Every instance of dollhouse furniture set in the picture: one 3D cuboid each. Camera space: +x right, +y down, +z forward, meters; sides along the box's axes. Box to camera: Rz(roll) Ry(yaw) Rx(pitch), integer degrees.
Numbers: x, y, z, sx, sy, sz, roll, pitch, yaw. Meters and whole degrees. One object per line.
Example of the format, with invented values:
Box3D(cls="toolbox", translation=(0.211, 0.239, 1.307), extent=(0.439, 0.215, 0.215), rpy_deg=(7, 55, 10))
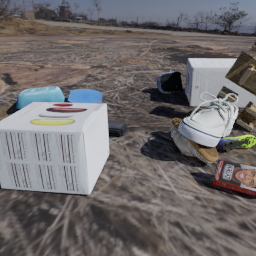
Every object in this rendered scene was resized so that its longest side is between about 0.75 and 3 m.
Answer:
Box3D(cls="dollhouse furniture set", translation=(4.387, -1.187, 8.222), extent=(2.868, 2.514, 1.905), rpy_deg=(34, 33, 10))

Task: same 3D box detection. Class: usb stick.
Box3D(cls="usb stick", translation=(-0.999, -0.053, 8.118), extent=(1.973, 0.322, 0.547), rpy_deg=(6, 23, 16))

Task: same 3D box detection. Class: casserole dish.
Box3D(cls="casserole dish", translation=(-3.109, -1.139, 10.010), extent=(1.597, 0.511, 2.636), rpy_deg=(-8, 13, -10))

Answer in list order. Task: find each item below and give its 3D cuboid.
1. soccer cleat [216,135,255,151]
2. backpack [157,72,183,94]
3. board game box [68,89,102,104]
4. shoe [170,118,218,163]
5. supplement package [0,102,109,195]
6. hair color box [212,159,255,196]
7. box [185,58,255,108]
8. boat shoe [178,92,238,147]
Box3D(cls="soccer cleat", translation=(2.749, 0.340, 7.121), extent=(1.123, 0.363, 0.470), rpy_deg=(-8, 17, -20))
Box3D(cls="backpack", translation=(1.741, -1.907, 11.974), extent=(0.990, 0.906, 0.728), rpy_deg=(-8, 2, -15))
Box3D(cls="board game box", translation=(-1.619, -1.077, 10.699), extent=(1.243, 0.306, 1.573), rpy_deg=(2, 27, -7))
Box3D(cls="shoe", translation=(1.559, 0.378, 6.951), extent=(0.689, 0.526, 1.969), rpy_deg=(17, 20, -22))
Box3D(cls="supplement package", translation=(-1.474, 0.315, 5.865), extent=(1.806, 1.328, 1.727), rpy_deg=(2, 22, 9))
Box3D(cls="hair color box", translation=(2.171, 0.960, 5.396), extent=(0.954, 0.292, 0.484), rpy_deg=(12, 64, 26))
Box3D(cls="box", translation=(3.724, -1.791, 10.820), extent=(2.778, 1.477, 2.115), rpy_deg=(3, 22, 7))
Box3D(cls="boat shoe", translation=(2.217, -0.347, 6.952), extent=(1.039, 1.199, 2.812), rpy_deg=(33, 23, 29))
